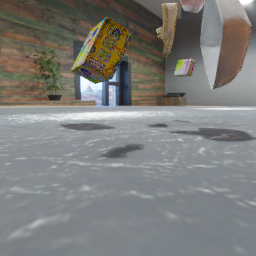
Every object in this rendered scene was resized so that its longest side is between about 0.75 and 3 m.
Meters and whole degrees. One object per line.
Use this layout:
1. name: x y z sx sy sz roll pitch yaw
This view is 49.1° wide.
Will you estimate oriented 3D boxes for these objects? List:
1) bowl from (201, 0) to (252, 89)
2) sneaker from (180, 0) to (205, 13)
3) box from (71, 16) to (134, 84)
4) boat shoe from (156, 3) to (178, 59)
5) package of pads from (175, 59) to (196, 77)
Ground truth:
1. bowl: 2.914 -2.779 8.484 0.943 2.523 2.527 -5 -37 6
2. sneaker: 2.505 -4.338 9.224 1.650 0.863 0.621 -3 32 33
3. box: -1.014 -2.785 10.485 1.184 1.869 1.941 28 -9 -23
4. boat shoe: 1.510 -3.895 11.241 0.738 2.132 0.786 7 8 3
5. package of pads: 2.578 -2.708 12.746 0.330 0.748 0.968 15 2 -29
